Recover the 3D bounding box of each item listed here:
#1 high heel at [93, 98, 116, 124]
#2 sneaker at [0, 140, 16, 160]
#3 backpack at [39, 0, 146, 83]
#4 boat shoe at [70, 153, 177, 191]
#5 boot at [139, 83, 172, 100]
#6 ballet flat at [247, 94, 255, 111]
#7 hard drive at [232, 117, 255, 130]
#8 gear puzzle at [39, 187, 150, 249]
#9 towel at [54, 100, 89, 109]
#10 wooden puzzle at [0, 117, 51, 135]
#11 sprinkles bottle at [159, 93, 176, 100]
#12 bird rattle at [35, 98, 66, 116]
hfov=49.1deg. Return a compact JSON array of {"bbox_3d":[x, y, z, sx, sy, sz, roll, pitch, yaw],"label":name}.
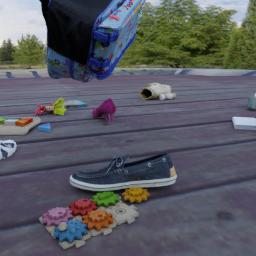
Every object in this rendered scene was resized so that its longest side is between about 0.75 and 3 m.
[{"bbox_3d":[-0.973,-0.853,11.398,0.696,0.993,2.065,-8,17,-26],"label":"high heel"},{"bbox_3d":[-3.508,0.296,7.108,0.625,1.019,1.566,9,17,27],"label":"sneaker"},{"bbox_3d":[-0.909,-2.276,7.029,1.848,2.746,2.507,27,53,2],"label":"backpack"},{"bbox_3d":[-0.101,0.838,5.550,2.097,0.653,0.782,-5,4,0],"label":"boat shoe"},{"bbox_3d":[1.286,-2.191,16.850,1.729,0.810,2.225,-15,22,-36],"label":"boot"},{"bbox_3d":[6.607,-1.400,13.776,0.858,0.811,2.547,14,20,39],"label":"ballet flat"},{"bbox_3d":[4.418,-0.180,10.499,0.866,0.172,1.313,4,15,15],"label":"hard drive"},{"bbox_3d":[-0.392,1.330,4.732,1.976,0.259,1.024,-11,19,-36],"label":"gear puzzle"},{"bbox_3d":[-2.981,-1.273,14.514,1.271,0.188,1.734,-9,17,-32],"label":"towel"},{"bbox_3d":[-4.230,-0.141,10.030,2.974,0.348,2.007,-2,15,-10],"label":"wooden puzzle"},{"bbox_3d":[2.310,-1.820,16.230,0.998,0.340,0.340,-9,18,-30],"label":"sprinkles bottle"},{"bbox_3d":[-3.399,-0.831,12.467,1.377,0.776,1.122,-12,2,7],"label":"bird rattle"}]
